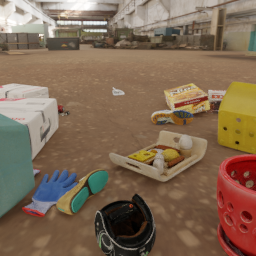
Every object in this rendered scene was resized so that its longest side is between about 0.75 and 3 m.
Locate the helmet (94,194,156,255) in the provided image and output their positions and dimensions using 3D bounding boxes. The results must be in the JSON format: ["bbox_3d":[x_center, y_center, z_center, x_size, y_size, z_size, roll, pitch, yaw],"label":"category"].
[{"bbox_3d":[-0.049,1.563,4.360,1.017,0.970,1.017,4,57,-7],"label":"helmet"}]

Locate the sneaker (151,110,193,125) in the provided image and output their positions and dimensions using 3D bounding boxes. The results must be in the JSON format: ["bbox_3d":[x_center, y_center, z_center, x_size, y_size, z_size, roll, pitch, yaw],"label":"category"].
[{"bbox_3d":[1.677,-0.493,10.675,1.566,0.589,0.690,2,20,3],"label":"sneaker"}]

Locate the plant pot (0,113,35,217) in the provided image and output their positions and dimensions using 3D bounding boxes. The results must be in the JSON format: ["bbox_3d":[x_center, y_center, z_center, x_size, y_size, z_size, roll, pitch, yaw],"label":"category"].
[{"bbox_3d":[-3.335,0.780,4.840,2.993,2.114,2.115,-19,27,-42],"label":"plant pot"}]

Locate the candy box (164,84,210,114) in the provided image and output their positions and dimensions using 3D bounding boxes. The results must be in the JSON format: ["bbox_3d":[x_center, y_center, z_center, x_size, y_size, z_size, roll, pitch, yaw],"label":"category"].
[{"bbox_3d":[2.508,-1.269,12.303,1.424,0.682,2.467,-13,20,2],"label":"candy box"}]

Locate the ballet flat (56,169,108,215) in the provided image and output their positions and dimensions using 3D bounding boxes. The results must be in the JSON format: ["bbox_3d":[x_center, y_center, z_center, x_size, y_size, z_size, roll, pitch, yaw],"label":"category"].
[{"bbox_3d":[-0.954,1.271,5.930,0.468,0.510,1.486,-4,16,28],"label":"ballet flat"}]

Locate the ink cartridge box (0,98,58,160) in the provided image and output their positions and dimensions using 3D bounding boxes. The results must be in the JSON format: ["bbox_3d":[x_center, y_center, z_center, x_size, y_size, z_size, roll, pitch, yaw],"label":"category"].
[{"bbox_3d":[-3.486,-0.064,8.614,2.007,1.168,2.755,1,18,2],"label":"ink cartridge box"}]

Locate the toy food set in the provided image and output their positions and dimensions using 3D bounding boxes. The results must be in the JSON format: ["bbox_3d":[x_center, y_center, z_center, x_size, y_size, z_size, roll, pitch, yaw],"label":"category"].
[{"bbox_3d":[0.829,0.578,7.366,1.603,0.675,2.234,13,23,42],"label":"toy food set"}]

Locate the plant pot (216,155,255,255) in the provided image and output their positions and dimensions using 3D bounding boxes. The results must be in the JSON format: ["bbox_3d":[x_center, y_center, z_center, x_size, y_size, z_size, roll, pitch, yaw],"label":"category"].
[{"bbox_3d":[2.153,1.316,4.405,1.537,1.400,1.537,0,21,0],"label":"plant pot"}]

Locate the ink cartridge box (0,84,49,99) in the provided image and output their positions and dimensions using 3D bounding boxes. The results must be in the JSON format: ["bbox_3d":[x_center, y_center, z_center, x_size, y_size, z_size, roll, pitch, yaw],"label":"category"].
[{"bbox_3d":[-4.892,-1.363,12.603,2.161,0.911,1.564,9,22,24],"label":"ink cartridge box"}]

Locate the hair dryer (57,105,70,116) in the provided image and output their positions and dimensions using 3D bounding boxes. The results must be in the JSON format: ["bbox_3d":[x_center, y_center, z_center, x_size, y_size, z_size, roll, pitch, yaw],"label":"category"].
[{"bbox_3d":[-3.049,-0.725,11.734,0.882,0.315,1.158,-16,24,-36],"label":"hair dryer"}]

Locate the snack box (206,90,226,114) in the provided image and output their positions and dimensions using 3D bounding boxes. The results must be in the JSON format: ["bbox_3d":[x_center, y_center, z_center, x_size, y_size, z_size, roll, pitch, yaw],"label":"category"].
[{"bbox_3d":[4.671,-1.035,11.615,2.689,0.967,0.327,3,20,10],"label":"snack box"}]

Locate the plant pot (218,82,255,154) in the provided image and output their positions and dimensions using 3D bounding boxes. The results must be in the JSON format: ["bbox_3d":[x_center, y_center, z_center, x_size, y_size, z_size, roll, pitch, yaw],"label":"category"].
[{"bbox_3d":[3.637,-0.211,8.449,1.783,1.782,1.572,16,36,38],"label":"plant pot"}]

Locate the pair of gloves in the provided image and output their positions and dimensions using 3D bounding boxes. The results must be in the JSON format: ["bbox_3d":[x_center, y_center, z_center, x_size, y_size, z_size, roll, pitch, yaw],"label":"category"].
[{"bbox_3d":[-2.178,1.305,6.194,2.018,0.230,1.622,6,20,15],"label":"pair of gloves"}]

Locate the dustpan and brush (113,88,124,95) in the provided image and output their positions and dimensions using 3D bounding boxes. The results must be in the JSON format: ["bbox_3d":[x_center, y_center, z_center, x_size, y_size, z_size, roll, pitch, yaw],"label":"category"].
[{"bbox_3d":[-0.648,-2.040,15.477,0.634,0.260,0.908,-9,22,-25],"label":"dustpan and brush"}]
